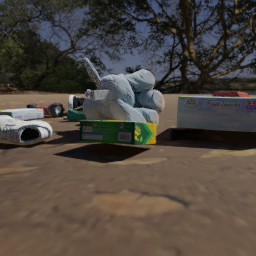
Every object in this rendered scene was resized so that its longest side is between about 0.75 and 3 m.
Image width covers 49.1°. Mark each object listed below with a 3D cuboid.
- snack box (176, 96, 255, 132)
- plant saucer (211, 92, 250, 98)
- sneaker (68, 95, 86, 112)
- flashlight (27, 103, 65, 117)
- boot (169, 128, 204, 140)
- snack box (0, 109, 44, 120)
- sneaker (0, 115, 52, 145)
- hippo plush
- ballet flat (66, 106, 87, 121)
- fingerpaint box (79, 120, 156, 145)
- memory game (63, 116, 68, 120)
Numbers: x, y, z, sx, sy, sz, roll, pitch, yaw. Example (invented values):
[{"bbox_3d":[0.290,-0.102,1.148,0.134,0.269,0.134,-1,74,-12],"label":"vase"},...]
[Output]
[{"bbox_3d":[2.923,-0.426,8.723,2.455,0.985,2.912,3,4,16],"label":"snack box"},{"bbox_3d":[3.033,-0.969,8.240,0.850,0.156,0.849,7,6,43],"label":"plant saucer"},{"bbox_3d":[-2.210,-1.250,14.837,1.558,1.017,2.784,-1,7,-1],"label":"sneaker"},{"bbox_3d":[-4.155,-0.937,13.873,2.139,0.724,0.727,6,11,29],"label":"flashlight"},{"bbox_3d":[1.656,0.193,7.911,0.966,0.317,0.796,6,12,11],"label":"boot"},{"bbox_3d":[-4.840,-0.601,12.449,1.234,0.460,1.736,5,10,29],"label":"snack box"},{"bbox_3d":[-3.007,0.065,7.243,1.921,0.719,0.957,-1,9,-4],"label":"sneaker"},{"bbox_3d":[-0.464,-0.535,8.938,2.825,2.250,2.272,-1,-18,-37],"label":"hippo plush"},{"bbox_3d":[-1.720,-0.635,12.060,1.822,0.641,0.613,-2,14,-13],"label":"ballet flat"},{"bbox_3d":[-0.212,0.094,6.649,1.446,0.530,1.206,2,-1,28],"label":"fingerpaint box"},{"bbox_3d":[-2.337,-0.479,12.924,1.322,0.084,1.322,-1,9,0],"label":"memory game"}]
